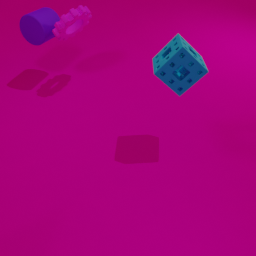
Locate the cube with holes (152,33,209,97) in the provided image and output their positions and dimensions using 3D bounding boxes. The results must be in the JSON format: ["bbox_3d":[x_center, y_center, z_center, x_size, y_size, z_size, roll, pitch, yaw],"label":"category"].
[{"bbox_3d":[1.162,-1.437,6.389,0.838,0.838,0.838,36,30,-22],"label":"cube with holes"}]

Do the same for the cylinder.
[{"bbox_3d":[-2.755,-3.229,8.885,0.945,0.945,0.945,17,40,16],"label":"cylinder"}]

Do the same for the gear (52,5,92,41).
[{"bbox_3d":[-1.691,-3.177,8.537,1.286,1.286,0.238,-38,92,-32],"label":"gear"}]
